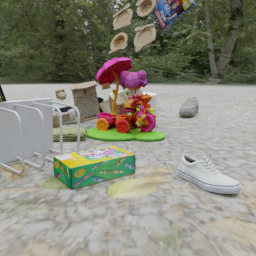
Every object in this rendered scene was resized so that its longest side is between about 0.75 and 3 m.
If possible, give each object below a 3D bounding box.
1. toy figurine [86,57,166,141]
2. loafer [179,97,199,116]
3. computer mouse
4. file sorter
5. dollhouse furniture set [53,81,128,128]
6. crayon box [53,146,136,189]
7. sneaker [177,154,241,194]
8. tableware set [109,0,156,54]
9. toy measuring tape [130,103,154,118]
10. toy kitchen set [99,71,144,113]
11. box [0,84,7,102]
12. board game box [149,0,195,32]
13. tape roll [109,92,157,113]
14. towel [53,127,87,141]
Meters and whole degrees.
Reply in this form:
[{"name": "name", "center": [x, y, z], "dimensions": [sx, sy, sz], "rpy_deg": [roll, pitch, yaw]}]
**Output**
[{"name": "toy figurine", "center": [-0.079, -1.014, 9.275], "dimensions": [2.811, 2.588, 2.111], "rpy_deg": [6, 13, 27]}, {"name": "loafer", "center": [3.033, -1.084, 13.888], "dimensions": [0.858, 0.856, 2.453], "rpy_deg": [4, 12, 19]}, {"name": "computer mouse", "center": [-2.058, -0.595, 11.718], "dimensions": [2.365, 1.297, 0.519], "rpy_deg": [-15, 59, -21]}, {"name": "file sorter", "center": [-2.290, 0.184, 6.340], "dimensions": [1.305, 1.454, 2.095], "rpy_deg": [14, 18, 39]}, {"name": "dollhouse furniture set", "center": [-1.531, -0.751, 10.130], "dimensions": [2.780, 1.441, 1.231], "rpy_deg": [-13, 29, -16]}, {"name": "crayon box", "center": [-0.689, 0.771, 5.867], "dimensions": [1.493, 0.435, 0.887], "rpy_deg": [-8, 14, -34]}, {"name": "sneaker", "center": [1.481, 0.846, 5.352], "dimensions": [0.512, 0.497, 1.403], "rpy_deg": [-9, 15, -38]}, {"name": "tableware set", "center": [0.112, -2.607, 7.164], "dimensions": [1.414, 1.693, 0.196], "rpy_deg": [-10, -24, 35]}, {"name": "toy measuring tape", "center": [0.574, -0.626, 11.573], "dimensions": [1.002, 1.002, 2.725], "rpy_deg": [1, 8, 5]}, {"name": "toy kitchen set", "center": [-0.395, -1.288, 12.543], "dimensions": [1.949, 1.763, 2.161], "rpy_deg": [-29, -8, -7]}, {"name": "box", "center": [-3.457, -0.288, 6.649], "dimensions": [1.245, 2.262, 0.393], "rpy_deg": [-29, 67, -23]}, {"name": "board game box", "center": [1.079, -3.396, 7.770], "dimensions": [0.429, 1.391, 1.390], "rpy_deg": [5, -29, -45]}, {"name": "tape roll", "center": [0.284, -1.453, 15.548], "dimensions": [2.648, 0.926, 2.648], "rpy_deg": [0, 11, 0]}, {"name": "towel", "center": [-2.046, 0.196, 9.060], "dimensions": [1.433, 0.262, 1.064], "rpy_deg": [-5, 13, -6]}]
